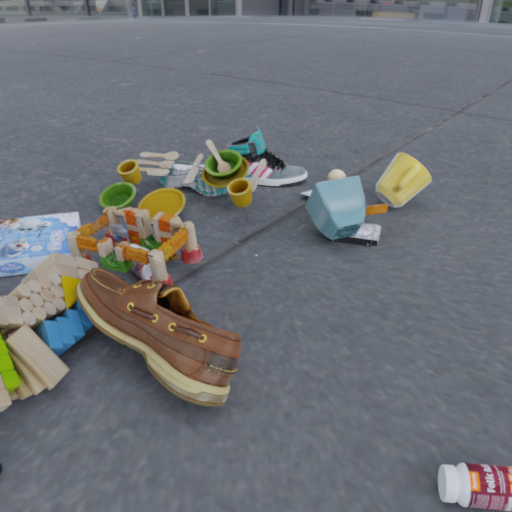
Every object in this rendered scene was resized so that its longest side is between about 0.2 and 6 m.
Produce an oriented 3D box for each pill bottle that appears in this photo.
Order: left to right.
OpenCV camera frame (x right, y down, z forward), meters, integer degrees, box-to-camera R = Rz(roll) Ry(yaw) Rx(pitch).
[{"bbox_3d":[-2.166,0.133,10.706,0.516,0.516,0.891,-22,36,-34],"label":"pill bottle"},{"bbox_3d":[2.543,2.624,6.387,0.835,0.477,0.477,3,30,5],"label":"pill bottle"}]

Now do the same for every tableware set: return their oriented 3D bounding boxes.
[{"bbox_3d":[-1.750,-1.747,13.087,3.693,0.567,2.488,8,53,20],"label":"tableware set"}]

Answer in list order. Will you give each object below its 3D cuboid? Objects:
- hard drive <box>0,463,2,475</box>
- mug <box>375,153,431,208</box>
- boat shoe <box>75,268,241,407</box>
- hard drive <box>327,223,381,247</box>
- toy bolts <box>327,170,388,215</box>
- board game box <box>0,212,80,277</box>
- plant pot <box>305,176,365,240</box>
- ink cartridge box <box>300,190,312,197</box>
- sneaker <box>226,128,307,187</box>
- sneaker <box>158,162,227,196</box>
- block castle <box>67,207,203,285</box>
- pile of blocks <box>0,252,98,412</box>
[{"bbox_3d":[-3.521,2.722,6.548,0.878,0.144,0.613,-2,30,-3],"label":"hard drive"},{"bbox_3d":[3.334,-1.755,13.119,1.055,1.286,1.030,-47,56,0],"label":"mug"},{"bbox_3d":[-1.445,0.906,8.338,3.301,1.115,1.188,30,6,36],"label":"boat shoe"},{"bbox_3d":[2.137,-0.495,12.124,1.069,0.202,0.747,9,31,15],"label":"hard drive"},{"bbox_3d":[2.039,-1.349,12.172,1.385,1.006,1.450,-6,1,-7],"label":"toy bolts"},{"bbox_3d":[-4.601,-0.258,11.481,1.880,0.410,1.889,-7,30,-13],"label":"board game box"},{"bbox_3d":[1.723,-0.917,11.658,0.992,0.989,1.010,-11,67,-14],"label":"plant pot"},{"bbox_3d":[1.597,-1.487,13.828,0.758,0.154,0.757,-18,27,-29],"label":"ink cartridge box"},{"bbox_3d":[0.210,-2.618,14.626,2.286,1.380,0.956,3,30,5],"label":"sneaker"},{"bbox_3d":[-1.458,-2.103,14.395,2.085,0.809,0.951,15,29,22],"label":"sneaker"},{"bbox_3d":[-2.273,-0.065,10.568,2.235,1.048,1.493,12,36,23],"label":"block castle"},{"bbox_3d":[-3.593,1.310,8.305,1.243,1.642,3.999,-36,7,25],"label":"pile of blocks"}]
